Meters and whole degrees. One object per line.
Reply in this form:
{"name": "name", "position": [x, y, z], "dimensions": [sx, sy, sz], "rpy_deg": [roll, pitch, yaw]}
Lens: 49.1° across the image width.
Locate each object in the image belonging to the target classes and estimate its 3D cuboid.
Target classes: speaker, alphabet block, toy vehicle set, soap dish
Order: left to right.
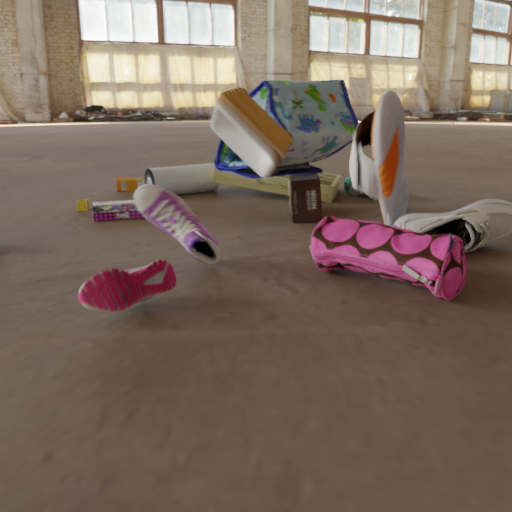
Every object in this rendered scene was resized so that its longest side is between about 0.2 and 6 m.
{"name": "alphabet block", "position": [-4.443, -1.308, 14.409], "dimensions": [0.264, 0.262, 0.269], "rpy_deg": [-3, 18, -3]}
{"name": "speaker", "position": [-2.130, -2.214, 16.376], "dimensions": [2.088, 0.848, 0.848], "rpy_deg": [-10, 20, -29]}
{"name": "soap dish", "position": [-0.065, -1.574, 7.146], "dimensions": [0.439, 1.081, 0.850], "rpy_deg": [-46, 1, -14]}
{"name": "toy vehicle set", "position": [0.674, -2.262, 16.412], "dimensions": [3.420, 0.453, 2.125], "rpy_deg": [11, 19, 10]}

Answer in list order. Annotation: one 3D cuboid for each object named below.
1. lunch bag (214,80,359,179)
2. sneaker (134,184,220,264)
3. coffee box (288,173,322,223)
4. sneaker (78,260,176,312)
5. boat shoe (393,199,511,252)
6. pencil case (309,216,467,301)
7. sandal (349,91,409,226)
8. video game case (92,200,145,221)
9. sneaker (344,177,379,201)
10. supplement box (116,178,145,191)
{"name": "lunch bag", "position": [0.598, -2.680, 12.817], "dimensions": [2.336, 1.751, 2.748], "rpy_deg": [-10, -10, -34]}
{"name": "sneaker", "position": [-1.275, -0.534, 9.478], "dimensions": [1.804, 0.654, 1.028], "rpy_deg": [38, 2, -17]}
{"name": "coffee box", "position": [1.168, -1.509, 13.698], "dimensions": [0.712, 1.021, 1.786], "rpy_deg": [-5, 18, 3]}
{"name": "sneaker", "position": [-1.870, 0.487, 7.959], "dimensions": [1.467, 0.597, 0.647], "rpy_deg": [-11, -8, -44]}
{"name": "boat shoe", "position": [3.958, -0.482, 10.640], "dimensions": [2.662, 0.958, 0.875], "rpy_deg": [-4, 23, -10]}
{"name": "pencil case", "position": [2.024, -0.006, 8.950], "dimensions": [2.461, 1.117, 1.153], "rpy_deg": [11, 39, 39]}
{"name": "sandal", "position": [2.323, -1.654, 11.014], "dimensions": [0.985, 3.437, 1.317], "rpy_deg": [13, 59, 26]}
{"name": "video game case", "position": [-3.353, -1.140, 13.875], "dimensions": [1.359, 0.243, 1.231], "rpy_deg": [-5, 18, -16]}
{"name": "sneaker", "position": [3.378, -1.989, 16.008], "dimensions": [0.802, 0.682, 1.759], "rpy_deg": [-8, 20, -37]}
{"name": "supplement box", "position": [-3.644, -2.162, 16.971], "dimensions": [1.139, 0.392, 0.379], "rpy_deg": [2, 19, -1]}
